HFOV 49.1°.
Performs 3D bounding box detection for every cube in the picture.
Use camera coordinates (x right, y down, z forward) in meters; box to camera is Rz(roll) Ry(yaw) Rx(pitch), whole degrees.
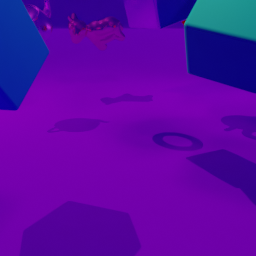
[{"bbox_3d":[0.550,-2.328,4.780,0.980,0.980,0.980,-27,31,-20],"label":"cube"},{"bbox_3d":[-1.691,-0.901,3.148,1.002,1.002,1.002,4,56,18],"label":"cube"},{"bbox_3d":[1.644,-1.443,4.192,1.185,1.185,1.185,23,-16,22],"label":"cube"}]

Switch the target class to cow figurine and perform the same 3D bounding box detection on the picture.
[{"bbox_3d":[-1.096,-3.310,9.385,1.705,0.936,1.678,-18,-21,22],"label":"cow figurine"}]

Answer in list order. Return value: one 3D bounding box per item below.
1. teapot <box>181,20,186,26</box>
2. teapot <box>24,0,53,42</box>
[{"bbox_3d":[1.893,-3.135,7.066,1.247,0.982,2.005,-4,40,53],"label":"teapot"},{"bbox_3d":[-2.459,-2.628,6.975,1.121,0.883,1.804,30,67,24],"label":"teapot"}]
